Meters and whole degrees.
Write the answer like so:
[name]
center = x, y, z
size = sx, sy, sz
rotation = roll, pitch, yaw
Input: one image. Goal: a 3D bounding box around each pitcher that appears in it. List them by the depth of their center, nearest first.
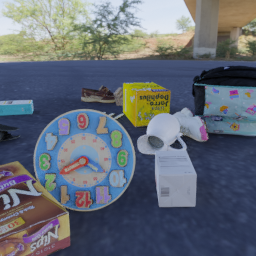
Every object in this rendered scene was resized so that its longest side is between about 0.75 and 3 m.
[pitcher]
center = 1.159, 0.229, 8.289
size = 1.351, 0.955, 1.575
rotation = 16, 32, 17

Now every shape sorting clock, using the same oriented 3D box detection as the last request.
[shape sorting clock]
center = -0.830, 0.606, 5.310
size = 1.935, 1.935, 0.380
rotation = 0, 2, 1

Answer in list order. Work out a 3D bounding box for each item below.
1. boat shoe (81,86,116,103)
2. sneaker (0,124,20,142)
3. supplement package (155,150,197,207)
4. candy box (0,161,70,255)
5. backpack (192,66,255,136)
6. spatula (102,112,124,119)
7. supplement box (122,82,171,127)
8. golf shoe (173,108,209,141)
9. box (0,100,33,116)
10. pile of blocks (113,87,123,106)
[boat shoe]
center = -1.342, -1.826, 14.866
size = 2.343, 0.843, 0.845
rotation = 2, 17, 8
[sneaker]
center = -4.591, 0.170, 8.960
size = 1.972, 0.592, 1.029
rotation = 4, 17, -2
[supplement package]
center = 0.954, 1.017, 5.871
size = 0.720, 0.729, 1.202
rotation = -2, 17, 3
[candy box]
center = -2.165, 1.390, 4.793
size = 1.413, 0.684, 2.421
rotation = -12, 23, -37
[backpack]
center = 3.984, -0.991, 9.687
size = 2.978, 2.283, 2.618
rotation = -2, 18, 29
[spatula]
center = -0.976, -0.452, 11.645
size = 1.244, 0.144, 1.789
rotation = 6, 18, 21
[supplement box]
center = 0.663, -1.062, 11.507
size = 1.356, 1.364, 2.491
rotation = -4, 18, -12
[golf shoe]
center = 1.935, -0.002, 9.380
size = 1.026, 0.844, 2.242
rotation = -18, 17, -1
[box]
center = -5.292, -0.890, 12.435
size = 2.007, 0.493, 0.826
rotation = -4, 18, -13
[pile of blocks]
center = 0.271, -1.786, 14.480
size = 0.764, 1.010, 2.460
rotation = 11, 20, 31
